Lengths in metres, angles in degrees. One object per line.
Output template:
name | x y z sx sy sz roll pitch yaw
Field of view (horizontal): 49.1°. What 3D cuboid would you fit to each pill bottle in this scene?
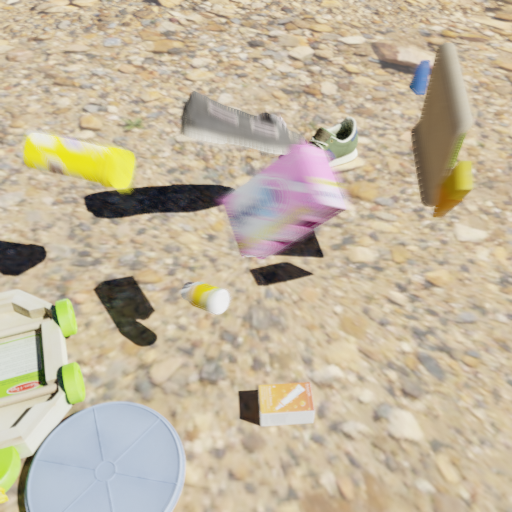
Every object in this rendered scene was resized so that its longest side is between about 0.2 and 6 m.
pill bottle | -0.802 0.625 8.631 0.702 0.396 0.396 16 46 34

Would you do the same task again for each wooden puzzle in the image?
wooden puzzle | 3.068 -2.086 9.286 0.385 2.219 3.289 1 67 0

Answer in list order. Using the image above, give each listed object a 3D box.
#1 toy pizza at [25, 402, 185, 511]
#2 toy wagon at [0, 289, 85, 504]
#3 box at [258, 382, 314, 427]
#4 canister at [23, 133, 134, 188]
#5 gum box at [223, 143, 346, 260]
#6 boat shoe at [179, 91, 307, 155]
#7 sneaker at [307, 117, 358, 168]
toy pizza | -2.156 3.192 8.133 2.271 0.360 2.271 -1 47 1
toy wagon | -4.310 2.232 8.778 3.096 0.789 3.990 -13 48 -12
box | 0.467 2.356 8.905 0.845 0.412 0.525 -3 46 -3
canister | -2.679 -1.460 8.552 1.373 0.594 1.020 13 8 2
gum box | 0.308 -0.676 7.581 0.530 1.602 0.909 5 61 -49
boat shoe | -0.084 -2.452 10.481 2.791 0.795 0.933 1 25 -34
sneaker | 1.424 -2.505 13.138 2.490 1.118 0.835 -28 52 -25
